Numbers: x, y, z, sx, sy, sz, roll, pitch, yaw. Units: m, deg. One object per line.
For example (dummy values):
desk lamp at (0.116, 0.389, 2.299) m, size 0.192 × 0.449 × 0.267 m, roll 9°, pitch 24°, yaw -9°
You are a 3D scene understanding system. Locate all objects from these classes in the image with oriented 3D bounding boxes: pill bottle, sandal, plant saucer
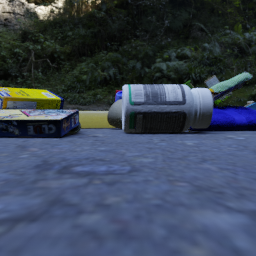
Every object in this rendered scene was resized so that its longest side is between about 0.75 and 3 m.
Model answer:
pill bottle at (1.072, -0.561, 8.131) m, size 2.469 × 1.396 × 1.396 m, roll 0°, pitch 2°, yaw -3°
sandal at (-1.786, -0.080, 8.465) m, size 0.668 × 0.480 × 1.683 m, roll -12°, pitch 22°, yaw -12°
plant saucer at (-1.931, -0.370, 11.968) m, size 2.913 × 0.706 × 2.912 m, roll -1°, pitch 3°, yaw -20°

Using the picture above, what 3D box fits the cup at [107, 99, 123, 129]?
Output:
cup at (-0.093, -0.391, 10.282) m, size 1.111 × 1.111 × 0.794 m, roll -3°, pitch 29°, yaw -48°

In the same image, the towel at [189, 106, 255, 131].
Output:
towel at (3.264, -0.431, 9.920) m, size 2.894 × 0.717 × 2.137 m, roll 0°, pitch 11°, yaw -11°

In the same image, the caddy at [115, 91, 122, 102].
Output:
caddy at (0.662, -0.820, 12.908) m, size 2.919 × 1.532 × 2.063 m, roll -14°, pitch 28°, yaw -38°

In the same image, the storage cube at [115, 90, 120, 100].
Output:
storage cube at (0.301, -1.184, 16.255) m, size 1.841 × 2.048 × 1.751 m, roll 7°, pitch 3°, yaw 11°

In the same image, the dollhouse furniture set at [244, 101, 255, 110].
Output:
dollhouse furniture set at (5.871, -0.533, 11.867) m, size 2.054 × 1.439 × 1.447 m, roll -25°, pitch 7°, yaw -6°

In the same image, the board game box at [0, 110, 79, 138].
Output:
board game box at (-2.641, -0.147, 7.046) m, size 2.490 × 0.431 × 1.687 m, roll 0°, pitch 11°, yaw 5°

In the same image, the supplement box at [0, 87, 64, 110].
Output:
supplement box at (-3.261, -0.600, 8.996) m, size 2.026 × 1.103 × 1.110 m, roll -2°, pitch 23°, yaw -45°

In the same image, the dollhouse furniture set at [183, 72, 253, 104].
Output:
dollhouse furniture set at (3.464, -1.792, 11.428) m, size 1.886 × 1.444 × 2.878 m, roll -30°, pitch -8°, yaw 1°
